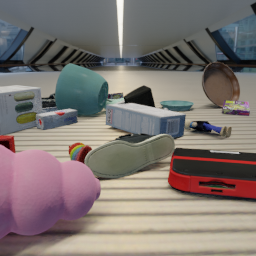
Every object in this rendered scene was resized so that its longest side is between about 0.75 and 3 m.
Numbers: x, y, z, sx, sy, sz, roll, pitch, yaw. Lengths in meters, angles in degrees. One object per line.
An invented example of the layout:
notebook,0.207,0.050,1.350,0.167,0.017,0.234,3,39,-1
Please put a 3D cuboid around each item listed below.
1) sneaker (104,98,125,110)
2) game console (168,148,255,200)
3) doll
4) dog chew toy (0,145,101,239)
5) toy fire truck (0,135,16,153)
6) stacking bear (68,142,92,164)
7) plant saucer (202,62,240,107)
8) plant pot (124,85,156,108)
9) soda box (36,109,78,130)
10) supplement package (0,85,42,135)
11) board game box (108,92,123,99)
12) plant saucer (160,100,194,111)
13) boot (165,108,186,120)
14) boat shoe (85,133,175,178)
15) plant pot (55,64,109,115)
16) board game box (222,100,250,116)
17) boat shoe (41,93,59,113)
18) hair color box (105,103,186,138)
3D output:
sneaker,-0.430,-1.396,15.165,1.267,0.791,2.149,20,26,37
game console,2.537,1.049,7.004,2.954,0.458,2.612,4,9,11
doll,2.925,-0.045,10.774,1.285,0.456,1.883,5,7,-42
dog chew toy,-1.780,1.060,4.732,2.657,1.655,1.655,2,13,-20
toy fire truck,-4.781,0.449,8.671,2.573,0.627,1.815,-3,15,-12
stacking bear,-1.237,0.729,7.493,0.741,0.694,1.221,35,-5,-30
plant saucer,5.303,-2.437,16.219,2.777,2.777,0.478,-7,-9,-26
plant pot,0.534,-1.194,13.727,1.236,1.393,1.390,-18,18,-6
soda box,-2.995,-0.396,11.919,0.555,0.597,1.749,13,19,40
supplement package,-4.864,-0.805,11.399,1.618,1.630,2.148,9,18,31
board game box,-0.747,-1.775,16.967,1.117,0.670,0.180,-12,20,-37
plant saucer,2.704,-1.243,15.609,1.886,0.339,1.886,0,14,0
boot,1.984,-0.568,11.821,0.431,0.955,0.347,-40,6,14
boat shoe,-0.018,0.624,7.401,2.550,0.953,0.846,-17,13,-25
plant pot,-2.117,-1.781,13.887,1.984,2.473,2.473,13,17,11
board game box,5.755,-1.098,14.941,1.312,0.353,2.186,3,18,21
boat shoe,-3.856,-1.432,14.981,2.967,1.013,1.095,-13,20,-41
hair color box,0.589,-0.322,10.853,1.453,0.890,2.935,-7,17,-42
